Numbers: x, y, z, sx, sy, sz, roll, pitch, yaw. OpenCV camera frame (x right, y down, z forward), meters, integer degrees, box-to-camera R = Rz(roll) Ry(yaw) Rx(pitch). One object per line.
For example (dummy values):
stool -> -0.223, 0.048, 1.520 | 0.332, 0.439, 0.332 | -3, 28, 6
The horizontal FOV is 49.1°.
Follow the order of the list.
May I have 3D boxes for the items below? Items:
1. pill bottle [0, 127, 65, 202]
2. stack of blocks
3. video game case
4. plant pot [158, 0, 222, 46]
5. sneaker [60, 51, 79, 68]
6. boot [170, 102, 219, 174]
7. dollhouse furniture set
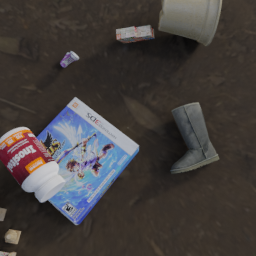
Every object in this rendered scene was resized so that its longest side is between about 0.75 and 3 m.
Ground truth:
pill bottle -> -2.138, 0.817, 6.224 | 0.895, 0.895, 1.584 | -41, 78, -13
stack of blocks -> 0.215, -2.713, 8.088 | 0.977, 0.562, 0.286 | -2, 94, 20
video game case -> -1.293, 0.750, 7.061 | 2.179, 0.546, 2.404 | 37, 75, 13
plant pot -> 1.638, -3.186, 7.825 | 1.466, 1.602, 1.602 | 7, 71, 1
sneaker -> -1.675, -1.900, 7.948 | 0.300, 0.826, 0.471 | 41, 80, -25
boot -> 1.474, 0.244, 7.119 | 1.452, 0.580, 1.597 | -18, 85, -19
dollhouse furniture set -> -3.528, 2.753, 5.990 | 1.878, 1.075, 2.202 | 12, 71, -1
